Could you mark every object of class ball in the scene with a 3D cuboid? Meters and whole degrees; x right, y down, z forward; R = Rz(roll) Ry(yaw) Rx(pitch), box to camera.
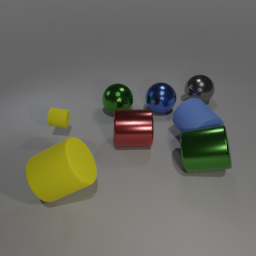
[{"bbox_3d":[-0.454,-1.290,12.530,1.400,1.400,1.400,0,32,0],"label":"ball"},{"bbox_3d":[1.480,-1.359,12.666,1.400,1.400,1.400,0,32,0],"label":"ball"},{"bbox_3d":[3.413,-1.846,13.401,1.400,1.400,1.400,0,32,0],"label":"ball"}]

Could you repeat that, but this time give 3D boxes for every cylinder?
[{"bbox_3d":[2.623,-0.193,10.574,1.400,1.400,1.400,-12,41,-18],"label":"cylinder"},{"bbox_3d":[2.533,0.689,9.073,1.400,1.400,1.400,-9,28,20],"label":"cylinder"},{"bbox_3d":[-2.674,-0.393,10.843,0.700,0.700,0.700,8,32,-2],"label":"cylinder"},{"bbox_3d":[0.189,0.002,10.487,1.400,1.400,1.400,-1,32,-1],"label":"cylinder"},{"bbox_3d":[-1.821,1.151,7.780,1.400,1.400,1.400,-26,28,16],"label":"cylinder"}]
